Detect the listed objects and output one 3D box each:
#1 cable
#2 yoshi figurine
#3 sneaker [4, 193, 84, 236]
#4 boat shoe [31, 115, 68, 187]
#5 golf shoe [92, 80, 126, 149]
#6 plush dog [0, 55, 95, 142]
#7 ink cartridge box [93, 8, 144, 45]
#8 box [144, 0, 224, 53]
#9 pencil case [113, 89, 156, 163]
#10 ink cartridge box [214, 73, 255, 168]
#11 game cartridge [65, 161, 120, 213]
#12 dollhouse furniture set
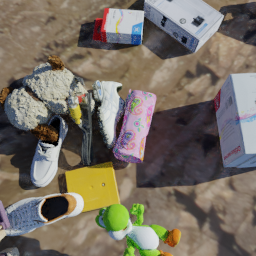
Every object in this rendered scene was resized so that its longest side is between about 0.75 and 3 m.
[{"bbox_3d":[-1.510,-0.085,9.235,0.677,2.690,1.306,3,30,3],"label":"cable"},{"bbox_3d":[0.177,2.533,6.882,2.135,1.200,1.196,22,108,9],"label":"yoshi figurine"},{"bbox_3d":[-2.898,2.559,8.577,2.866,1.213,1.043,-19,73,3],"label":"sneaker"},{"bbox_3d":[-2.684,0.732,9.458,0.890,0.813,2.473,18,72,6],"label":"boat shoe"},{"bbox_3d":[-0.509,-0.570,9.863,1.233,0.993,2.536,-8,72,-9],"label":"golf shoe"},{"bbox_3d":[-2.856,-0.964,9.273,2.878,2.309,2.472,39,79,12],"label":"plush dog"},{"bbox_3d":[-0.402,-4.054,11.149,1.990,0.669,1.156,5,71,2],"label":"ink cartridge box"},{"bbox_3d":[2.149,-4.507,11.216,2.780,0.836,1.621,42,76,13],"label":"box"},{"bbox_3d":[0.236,-0.086,9.594,1.101,1.101,2.519,12,72,4],"label":"pencil case"},{"bbox_3d":[4.151,-0.184,9.167,1.928,1.937,2.666,-1,71,0],"label":"ink cartridge box"},{"bbox_3d":[-1.185,1.980,9.296,1.628,0.264,1.435,-13,72,3],"label":"game cartridge"},{"bbox_3d":[-4.874,3.537,7.977,2.515,1.785,1.993,-12,101,14],"label":"dollhouse furniture set"}]
